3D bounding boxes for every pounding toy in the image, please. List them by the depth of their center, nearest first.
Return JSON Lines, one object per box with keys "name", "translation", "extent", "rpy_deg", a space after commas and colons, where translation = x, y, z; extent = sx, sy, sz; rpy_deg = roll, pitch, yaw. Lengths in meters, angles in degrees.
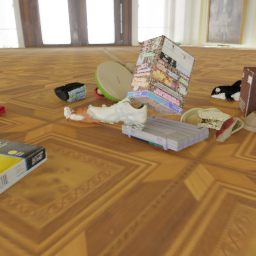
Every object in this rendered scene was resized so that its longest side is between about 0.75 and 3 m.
{"name": "pounding toy", "translation": [-0.838, -2.346, 14.458], "extent": [2.281, 1.371, 2.955], "rpy_deg": [23, 51, -24]}

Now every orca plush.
{"name": "orca plush", "translation": [5.587, -1.885, 14.006], "extent": [2.726, 0.969, 1.434], "rpy_deg": [19, 28, 41]}

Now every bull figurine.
{"name": "bull figurine", "translation": [-1.551, -0.563, 11.015], "extent": [1.900, 0.619, 1.154], "rpy_deg": [9, 23, 21]}

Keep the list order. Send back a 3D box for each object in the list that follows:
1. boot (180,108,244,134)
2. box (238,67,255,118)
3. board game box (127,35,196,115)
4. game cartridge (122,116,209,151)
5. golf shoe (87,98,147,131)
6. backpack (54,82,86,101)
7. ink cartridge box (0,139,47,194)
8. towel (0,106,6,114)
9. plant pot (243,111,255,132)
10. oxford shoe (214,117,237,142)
{"name": "boot", "translation": [2.992, -0.219, 10.057], "extent": [1.901, 0.685, 1.470], "rpy_deg": [-8, 23, -24]}
{"name": "box", "translation": [5.990, -1.445, 11.540], "extent": [2.292, 1.882, 1.901], "rpy_deg": [4, 21, 12]}
{"name": "board game box", "translation": [1.141, -1.695, 9.412], "extent": [1.688, 2.118, 1.026], "rpy_deg": [23, -11, -35]}
{"name": "game cartridge", "translation": [1.155, 0.128, 9.340], "extent": [1.629, 0.482, 2.513], "rpy_deg": [-22, 26, -36]}
{"name": "golf shoe", "translation": [-0.308, -0.568, 8.845], "extent": [1.915, 0.931, 0.750], "rpy_deg": [10, 15, -14]}
{"name": "backpack", "translation": [-2.767, -1.823, 14.017], "extent": [1.130, 1.065, 1.385], "rpy_deg": [20, 50, 44]}
{"name": "ink cartridge box", "translation": [-3.812, 0.952, 7.156], "extent": [2.448, 0.575, 2.420], "rpy_deg": [8, 23, 16]}
{"name": "towel", "translation": [-6.634, -0.574, 11.541], "extent": [2.549, 0.287, 1.843], "rpy_deg": [5, 23, 18]}
{"name": "plant pot", "translation": [4.892, -0.287, 10.366], "extent": [1.247, 0.576, 1.247], "rpy_deg": [-1, 20, 0]}
{"name": "oxford shoe", "translation": [2.611, 0.040, 7.353], "extent": [0.306, 0.818, 0.288], "rpy_deg": [22, 38, -16]}
